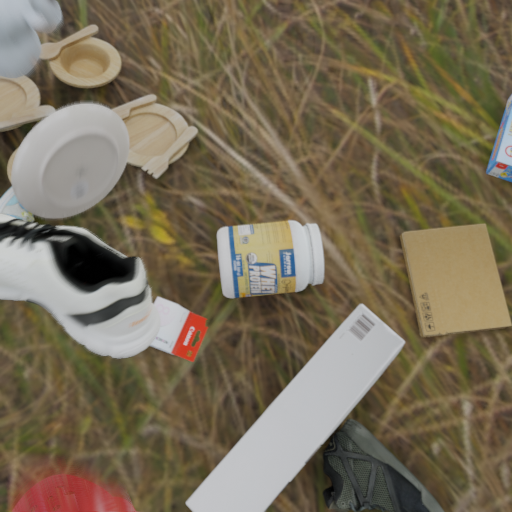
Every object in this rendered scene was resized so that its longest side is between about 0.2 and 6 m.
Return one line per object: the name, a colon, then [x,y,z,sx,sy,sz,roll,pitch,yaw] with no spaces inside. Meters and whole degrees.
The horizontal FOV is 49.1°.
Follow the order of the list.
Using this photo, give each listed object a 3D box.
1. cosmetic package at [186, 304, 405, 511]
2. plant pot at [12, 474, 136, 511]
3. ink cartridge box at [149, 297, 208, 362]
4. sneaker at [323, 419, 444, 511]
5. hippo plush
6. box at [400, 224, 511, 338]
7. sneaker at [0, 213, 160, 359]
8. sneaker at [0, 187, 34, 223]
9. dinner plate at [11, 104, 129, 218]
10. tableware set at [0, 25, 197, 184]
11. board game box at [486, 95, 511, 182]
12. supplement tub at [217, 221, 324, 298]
cosmetic package: [0.585,2.346,7.942,0.884,1.441,3.491,42,77,10]
plant pot: [-1.540,2.472,4.850,0.863,0.948,0.948,2,69,33]
ink cartridge box: [-1.306,1.171,8.960,0.933,0.266,0.758,19,72,11]
sneaker: [1.745,3.443,7.927,2.058,0.787,1.179,41,78,15]
hippo plush: [-3.287,-3.424,7.645,1.646,2.067,1.662,-16,57,-27]
box: [3.269,0.385,9.231,1.461,0.190,1.788,-6,71,-2]
sneaker: [-2.239,-0.020,5.831,2.814,1.126,1.037,21,49,11]
sneaker: [-3.797,-0.310,9.202,1.195,0.728,1.830,32,84,12]
dinner plate: [-2.304,-1.148,7.226,1.689,1.689,0.205,-42,64,-12]
tableware set: [-3.198,-2.471,9.711,3.215,0.447,3.849,-35,73,-26]
board game box: [5.146,-1.971,9.863,1.667,0.476,1.702,21,73,7]
supplement tub: [0.210,0.041,8.842,1.572,1.137,1.137,-6,72,-2]
